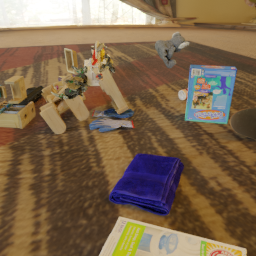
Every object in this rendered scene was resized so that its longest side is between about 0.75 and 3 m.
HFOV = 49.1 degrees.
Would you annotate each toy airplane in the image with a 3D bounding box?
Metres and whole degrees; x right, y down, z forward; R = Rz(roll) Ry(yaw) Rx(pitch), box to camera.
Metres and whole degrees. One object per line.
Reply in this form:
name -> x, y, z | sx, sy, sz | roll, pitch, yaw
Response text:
toy airplane -> -0.825, -2.035, 8.162 | 0.617, 0.871, 0.875 | 2, 4, 2

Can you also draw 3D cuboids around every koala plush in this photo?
koala plush -> 1.897, -3.466, 11.915 | 1.283, 1.179, 1.137 | -31, 50, 10

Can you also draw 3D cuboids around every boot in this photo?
boot -> 4.817, -0.207, 10.030 | 2.994, 1.102, 1.130 | -1, 8, -15

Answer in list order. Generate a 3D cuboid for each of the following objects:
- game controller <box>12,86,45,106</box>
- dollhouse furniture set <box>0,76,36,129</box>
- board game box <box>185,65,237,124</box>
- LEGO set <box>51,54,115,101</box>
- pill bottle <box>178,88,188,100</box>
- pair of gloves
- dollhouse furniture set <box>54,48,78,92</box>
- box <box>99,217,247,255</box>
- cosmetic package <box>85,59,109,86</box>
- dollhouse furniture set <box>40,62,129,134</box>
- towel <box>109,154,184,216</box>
game controller -> -4.667, -1.496, 13.235 | 1.119, 0.452, 2.144 | -10, 23, 13
dollhouse furniture set -> -4.454, -1.079, 10.629 | 1.274, 1.808, 1.267 | 3, 26, 6
board game box -> 3.082, -1.259, 10.626 | 1.637, 2.152, 0.484 | 6, 27, 10
LEGO set -> -1.098, -1.188, 7.276 | 1.782, 0.505, 1.157 | -12, 55, 17
pill bottle -> 2.848, -1.635, 13.305 | 0.864, 0.488, 0.488 | -17, 31, -33
pair of gloves -> -0.600, -0.358, 10.959 | 1.724, 0.244, 2.145 | 0, 24, -1
dollhouse furniture set -> -3.468, -2.914, 14.175 | 1.687, 2.129, 1.511 | 23, 38, 35
box -> 0.651, 2.384, 4.299 | 2.121, 1.075, 1.193 | 9, 28, 18
cosmetic package -> -1.833, -3.232, 16.107 | 1.326, 0.966, 2.609 | -3, 24, -6
dollhouse furniture set -> -1.757, -1.018, 11.126 | 2.895, 1.884, 2.660 | -30, 29, -1
towel -> 0.563, 1.293, 7.227 | 1.496, 0.502, 2.026 | 10, 28, 18
